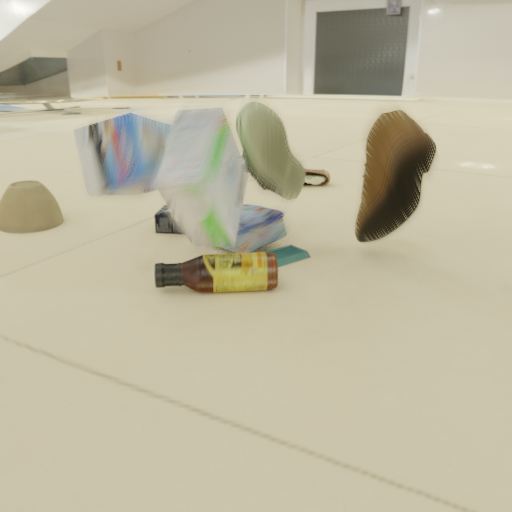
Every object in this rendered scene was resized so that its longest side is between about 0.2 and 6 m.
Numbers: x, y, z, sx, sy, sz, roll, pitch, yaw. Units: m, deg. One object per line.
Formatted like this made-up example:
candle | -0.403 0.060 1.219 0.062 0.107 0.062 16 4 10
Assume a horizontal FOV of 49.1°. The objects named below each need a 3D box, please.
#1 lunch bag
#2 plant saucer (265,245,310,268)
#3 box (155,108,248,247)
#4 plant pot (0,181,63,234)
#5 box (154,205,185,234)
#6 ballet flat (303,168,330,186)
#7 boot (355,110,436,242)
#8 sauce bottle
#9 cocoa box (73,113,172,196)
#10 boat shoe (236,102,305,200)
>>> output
lunch bag | -0.307 -0.593 11.982 1.449 0.683 1.809 -22 21 -32
plant saucer | 0.234 0.080 11.177 1.813 0.172 0.634 -15 26 -36
box | -0.876 -1.303 9.590 0.874 1.808 1.595 0 57 16
plant pot | -5.474 -1.245 13.460 1.515 1.017 1.515 1 20 0
box | -1.880 -0.864 13.216 0.817 0.467 0.898 1 20 6
ballet flat | 1.384 -2.383 17.080 1.857 0.632 0.624 -4 29 -6
boot | 2.488 -1.445 10.774 1.112 3.021 1.140 -12 55 -17
sauce bottle | -0.700 0.306 9.847 2.140 0.706 0.706 -3 21 -7
cocoa box | -2.183 -1.750 9.978 1.139 1.158 1.736 -12 2 16
boat shoe | 0.153 -2.075 11.459 0.950 1.139 3.053 19 -11 25
